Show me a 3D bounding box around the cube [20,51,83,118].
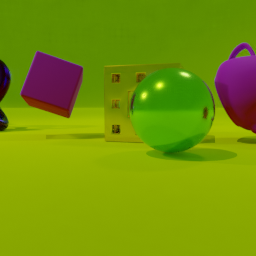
[{"bbox_3d":[-1.412,-0.785,5.365,0.877,0.877,0.877,18,-10,-8],"label":"cube"}]

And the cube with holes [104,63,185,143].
[{"bbox_3d":[0.378,-0.430,5.053,1.245,1.245,1.245,1,5,17],"label":"cube with holes"}]

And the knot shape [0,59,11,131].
[{"bbox_3d":[-3.400,-0.902,6.855,0.845,1.712,1.830,-1,17,-33],"label":"knot shape"}]

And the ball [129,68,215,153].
[{"bbox_3d":[0.526,-0.212,3.408,1.023,1.023,1.023,0,4,0],"label":"ball"}]

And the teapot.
[{"bbox_3d":[2.119,-0.582,4.631,1.015,2.074,1.289,-27,-34,31],"label":"teapot"}]
